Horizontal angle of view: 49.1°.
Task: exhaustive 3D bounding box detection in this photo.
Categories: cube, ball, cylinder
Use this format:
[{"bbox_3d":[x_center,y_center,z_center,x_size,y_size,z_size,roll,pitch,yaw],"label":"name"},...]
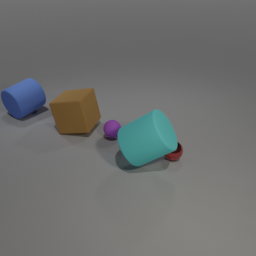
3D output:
[{"bbox_3d":[-2.114,-0.701,11.473,1.400,1.400,1.400,-2,27,19],"label":"cube"},{"bbox_3d":[-0.611,0.026,10.934,0.700,0.700,0.700,0,29,0],"label":"ball"},{"bbox_3d":[1.564,0.784,9.762,0.700,0.700,0.700,0,29,0],"label":"ball"},{"bbox_3d":[0.620,0.326,8.872,1.400,1.400,1.400,-28,18,26],"label":"cylinder"},{"bbox_3d":[-4.705,-1.345,12.662,1.400,1.400,1.400,20,42,31],"label":"cylinder"}]
